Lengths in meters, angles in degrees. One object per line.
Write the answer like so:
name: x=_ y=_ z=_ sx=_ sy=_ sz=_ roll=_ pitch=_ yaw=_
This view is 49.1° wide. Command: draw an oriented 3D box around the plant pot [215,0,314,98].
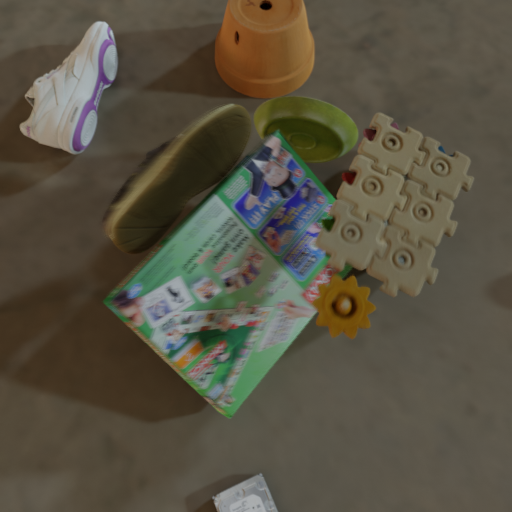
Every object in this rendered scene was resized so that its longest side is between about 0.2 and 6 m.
plant pot: x=0.184 y=-4.427 z=11.141 sx=2.088 sy=1.461 sz=2.088 roll=0 pitch=68 yaw=-1

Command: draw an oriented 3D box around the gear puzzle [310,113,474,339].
gear puzzle: x=1.832 y=-0.321 z=8.113 sx=1.801 sy=0.455 sz=3.477 roll=27 pitch=71 yaw=1

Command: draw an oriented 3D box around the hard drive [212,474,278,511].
hard drive: x=-0.048 y=3.944 z=8.230 sx=0.830 sy=0.225 sz=1.189 roll=-22 pitch=68 yaw=-9

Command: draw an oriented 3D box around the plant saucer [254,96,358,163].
plant saucer: x=0.829 y=-2.100 z=9.762 sx=1.856 sy=1.856 sz=0.288 roll=13 pitch=71 yaw=5

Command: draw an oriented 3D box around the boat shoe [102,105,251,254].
boat shoe: x=-1.302 y=-1.346 z=8.719 sx=2.923 sy=1.070 sz=0.947 roll=-46 pitch=47 yaw=-14

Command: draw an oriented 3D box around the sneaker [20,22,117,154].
sneaker: x=-3.641 y=-3.442 z=10.906 sx=1.478 sy=1.111 sz=2.967 roll=11 pitch=67 yaw=5

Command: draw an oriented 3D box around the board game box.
board game box: x=-0.122 y=0.224 z=8.904 sx=2.570 sy=0.556 sz=3.819 roll=48 pitch=70 yaw=-16

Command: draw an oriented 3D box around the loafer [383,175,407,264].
loafer: x=2.309 y=-0.937 z=9.889 sx=1.063 sy=1.148 sz=3.053 roll=6 pitch=56 yaw=14
